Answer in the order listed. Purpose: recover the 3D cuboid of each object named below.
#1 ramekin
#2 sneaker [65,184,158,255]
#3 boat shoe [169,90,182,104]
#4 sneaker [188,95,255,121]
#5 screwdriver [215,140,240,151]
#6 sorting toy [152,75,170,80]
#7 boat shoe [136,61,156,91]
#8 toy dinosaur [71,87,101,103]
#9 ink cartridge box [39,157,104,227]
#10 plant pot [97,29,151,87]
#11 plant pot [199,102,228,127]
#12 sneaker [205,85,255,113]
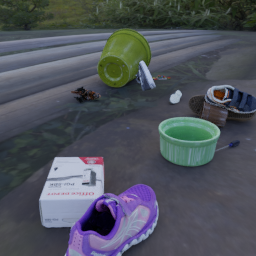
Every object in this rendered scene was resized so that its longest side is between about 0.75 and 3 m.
[{"bbox_3d":[1.785,0.397,8.382,1.766,0.863,1.766,0,24,0],"label":"ramekin"},{"bbox_3d":[-0.199,1.673,5.295,1.022,1.124,2.542,14,27,30],"label":"sneaker"},{"bbox_3d":[2.156,-1.377,13.049,0.364,0.429,1.177,-37,7,40],"label":"boat shoe"},{"bbox_3d":[3.745,-0.737,11.204,2.587,0.911,0.977,14,7,26],"label":"sneaker"},{"bbox_3d":[3.108,0.584,8.843,1.218,0.170,0.177,-15,-2,-28],"label":"screwdriver"},{"bbox_3d":[1.970,-3.053,16.796,1.071,0.181,0.517,-5,25,-9],"label":"sorting toy"},{"bbox_3d":[0.587,-2.031,11.032,0.595,0.629,1.754,-26,44,10],"label":"boat shoe"},{"bbox_3d":[-2.042,-1.545,13.180,1.419,0.725,0.963,-11,5,22],"label":"toy dinosaur"},{"bbox_3d":[-1.192,1.376,6.408,1.254,0.708,1.709,-1,24,-3],"label":"ink cartridge box"},{"bbox_3d":[-0.373,-3.635,15.485,2.844,2.844,2.739,7,37,15],"label":"plant pot"},{"bbox_3d":[3.148,-0.439,10.341,0.894,0.903,0.903,13,27,9],"label":"plant pot"},{"bbox_3d":[3.792,-1.030,10.054,1.938,0.760,0.770,11,-15,11],"label":"sneaker"}]
